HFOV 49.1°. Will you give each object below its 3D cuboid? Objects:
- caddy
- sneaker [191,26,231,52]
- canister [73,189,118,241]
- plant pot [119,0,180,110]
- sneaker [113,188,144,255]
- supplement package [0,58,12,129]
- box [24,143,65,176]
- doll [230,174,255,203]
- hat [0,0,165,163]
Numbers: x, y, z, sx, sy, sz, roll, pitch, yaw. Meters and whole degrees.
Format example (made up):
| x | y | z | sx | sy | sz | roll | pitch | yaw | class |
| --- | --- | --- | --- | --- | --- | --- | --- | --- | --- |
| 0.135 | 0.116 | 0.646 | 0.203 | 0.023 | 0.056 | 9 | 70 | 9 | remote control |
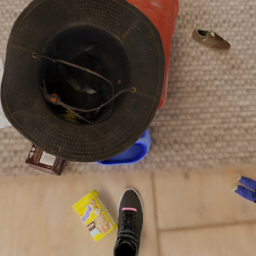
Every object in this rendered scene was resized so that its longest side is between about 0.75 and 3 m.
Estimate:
| x | y | z | sx | sy | sz | roll | pitch | yaw | class |
| --- | --- | --- | --- | --- | --- | --- | --- | --- | --- |
| -0.276 | 0.362 | 7.382 | 1.713 | 0.899 | 1.211 | -4 | 86 | -6 | caddy |
| 2.627 | -2.780 | 8.777 | 1.294 | 0.489 | 0.456 | 22 | 73 | 7 | sneaker |
| -0.813 | 2.198 | 7.024 | 0.785 | 0.457 | 1.057 | -43 | 76 | 29 | canister |
| -0.048 | -1.934 | 7.387 | 2.819 | 2.819 | 2.742 | 2 | 76 | 1 | plant pot |
| 0.044 | 2.414 | 6.819 | 0.689 | 0.967 | 1.949 | 3 | 71 | 3 | sneaker |
| -4.185 | -0.694 | 7.600 | 2.323 | 1.408 | 1.391 | -16 | 73 | -5 | supplement package |
| -2.119 | 0.762 | 7.392 | 0.742 | 0.904 | 0.750 | 14 | 72 | 5 | box |
| 3.514 | 1.720 | 7.370 | 1.444 | 0.350 | 0.985 | 27 | 76 | 9 | doll |
| -0.640 | -0.760 | 4.385 | 2.526 | 1.019 | 2.526 | 0 | 87 | -7 | hat |
